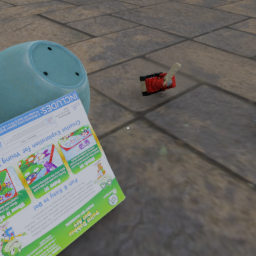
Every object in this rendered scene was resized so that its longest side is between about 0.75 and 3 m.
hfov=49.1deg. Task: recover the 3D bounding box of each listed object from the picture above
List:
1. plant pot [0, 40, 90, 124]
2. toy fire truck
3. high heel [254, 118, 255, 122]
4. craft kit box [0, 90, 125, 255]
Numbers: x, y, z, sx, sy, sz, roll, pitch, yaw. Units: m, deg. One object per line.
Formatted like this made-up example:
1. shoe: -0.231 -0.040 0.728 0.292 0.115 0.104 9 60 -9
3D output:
1. plant pot: -2.002 -0.841 6.419 2.845 1.916 2.845 24 44 -26
2. toy fire truck: 1.179 -1.553 8.827 1.356 0.872 1.193 1 15 43
3. high heel: 4.350 -0.281 7.356 1.657 1.181 0.592 40 10 37
4. craft kit box: -1.460 0.898 4.926 2.429 2.399 0.589 -31 12 -35
